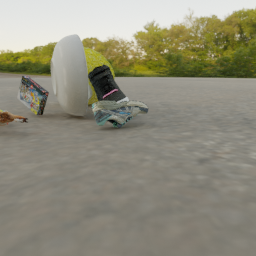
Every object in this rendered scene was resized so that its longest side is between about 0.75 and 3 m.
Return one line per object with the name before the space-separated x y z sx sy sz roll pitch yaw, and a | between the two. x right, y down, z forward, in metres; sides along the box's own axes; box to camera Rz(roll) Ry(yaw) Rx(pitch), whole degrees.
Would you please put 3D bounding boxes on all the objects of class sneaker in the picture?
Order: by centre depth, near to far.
sneaker | -0.190 -0.356 7.758 1.673 0.722 0.649 -3 -5 -26
sneaker | -0.785 -1.363 9.514 1.026 1.439 2.902 -27 17 -2

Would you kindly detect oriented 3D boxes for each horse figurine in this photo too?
horse figurine | -3.220 -0.207 6.868 1.419 0.354 0.940 -10 -4 43

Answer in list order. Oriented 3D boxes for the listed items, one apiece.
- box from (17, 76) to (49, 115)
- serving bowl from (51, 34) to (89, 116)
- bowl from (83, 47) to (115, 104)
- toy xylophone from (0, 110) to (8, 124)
box | -3.214 -1.096 9.413 1.252 0.855 0.236 36 25 28
serving bowl | -2.009 -1.670 9.172 0.874 2.658 2.658 -8 14 -20
bowl | -1.994 -1.863 11.731 2.670 2.670 1.437 3 47 12
toy xylophone | -3.560 -0.374 7.831 0.208 0.606 0.828 -35 20 -3
